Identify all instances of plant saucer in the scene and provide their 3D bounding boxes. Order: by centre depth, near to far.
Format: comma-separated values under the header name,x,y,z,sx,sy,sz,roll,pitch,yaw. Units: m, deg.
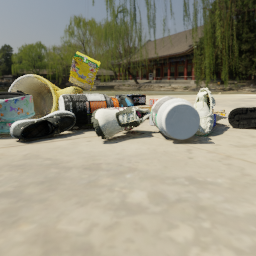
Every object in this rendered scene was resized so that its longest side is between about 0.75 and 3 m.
name,x,y,z,sx,sy,sz,roll,pitch,yaw
plant saucer,1.593,-0.810,15.065,2.596,0.460,2.596,0,10,0

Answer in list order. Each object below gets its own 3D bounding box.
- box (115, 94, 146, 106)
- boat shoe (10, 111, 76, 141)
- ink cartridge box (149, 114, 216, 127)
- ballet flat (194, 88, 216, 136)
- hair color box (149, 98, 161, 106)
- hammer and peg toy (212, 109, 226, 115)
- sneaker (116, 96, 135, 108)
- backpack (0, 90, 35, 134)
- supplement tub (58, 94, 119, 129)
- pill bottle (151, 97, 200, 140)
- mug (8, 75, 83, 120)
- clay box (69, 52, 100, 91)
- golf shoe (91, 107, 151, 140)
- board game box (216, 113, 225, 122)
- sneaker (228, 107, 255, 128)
name,x,y,z,sx,sy,sz,roll,pitch,yaw
box,0.206,-2.267,22.447,1.969,0.848,1.613,-6,11,-33
boat shoe,-2.776,-0.022,9.724,2.450,0.841,0.694,-18,25,-41
ink cartridge box,2.347,-0.364,12.128,2.589,0.572,1.217,6,13,31
ballet flat,2.847,-0.762,10.902,1.004,1.004,2.798,3,32,18
hair color box,2.685,-1.930,21.253,1.887,0.603,1.046,5,11,33
hammer and peg toy,4.699,-0.748,14.875,0.878,0.421,1.194,7,12,28
sneaker,0.004,-1.600,18.077,1.133,1.012,2.765,-3,10,-18
backpack,-4.541,-0.610,10.284,2.160,1.626,1.918,-13,11,-13
supplement tub,-1.626,-0.702,11.624,2.330,1.428,1.428,-3,10,-23
pill bottle,1.620,-0.385,9.847,1.380,1.380,2.440,0,8,-3
mug,-3.563,-1.048,12.578,2.741,2.195,2.250,17,4,10
clay box,-1.930,-2.550,12.435,1.127,0.467,1.962,26,-33,-5
golf shoe,-0.223,-0.369,9.774,1.221,1.070,2.772,-20,-1,29
board game box,3.636,-0.569,12.728,1.211,0.157,1.211,13,-10,-1
sneaker,5.755,-0.502,11.601,2.982,1.129,1.305,4,5,24
